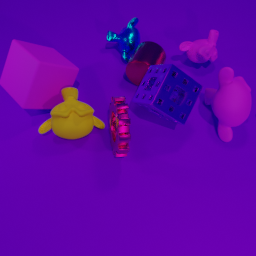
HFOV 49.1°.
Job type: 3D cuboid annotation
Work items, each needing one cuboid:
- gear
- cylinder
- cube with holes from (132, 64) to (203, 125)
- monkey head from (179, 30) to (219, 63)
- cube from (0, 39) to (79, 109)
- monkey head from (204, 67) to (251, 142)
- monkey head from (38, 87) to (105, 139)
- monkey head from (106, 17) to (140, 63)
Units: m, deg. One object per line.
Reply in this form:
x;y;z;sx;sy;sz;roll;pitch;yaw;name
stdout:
-0.205;-0.032;6.232;0.246;1.332;1.332;-3;54;-12;gear
0.504;-1.762;7.752;0.914;0.914;0.914;16;55;12;cylinder
0.902;-0.793;6.575;0.998;0.998;0.998;28;87;-26;cube with holes
2.136;-2.330;7.992;1.336;0.961;0.805;-2;23;-38;monkey head
-2.193;-1.275;6.920;1.206;1.206;1.206;40;24;28;cube
2.321;-0.640;6.795;1.290;1.793;1.081;10;26;38;monkey head
-1.345;-0.320;6.709;1.597;0.962;1.149;-5;51;-15;monkey head
-0.112;-2.639;8.332;0.932;1.295;0.780;4;16;-30;monkey head
